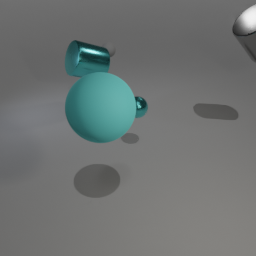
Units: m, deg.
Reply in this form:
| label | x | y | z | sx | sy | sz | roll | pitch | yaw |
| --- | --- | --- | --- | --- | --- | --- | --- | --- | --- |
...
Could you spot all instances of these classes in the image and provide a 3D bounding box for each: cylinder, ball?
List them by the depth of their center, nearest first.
| label | x | y | z | sx | sy | sz | roll | pitch | yaw |
| --- | --- | --- | --- | --- | --- | --- | --- | --- | --- |
| ball | -0.540 | -0.399 | 5.582 | 1.400 | 1.400 | 1.400 | 0 | 30 | 0 |
| ball | 0.292 | -0.663 | 8.957 | 0.700 | 0.700 | 0.700 | 0 | 30 | 0 |
| cylinder | 4.366 | -3.062 | 9.091 | 1.400 | 1.400 | 1.400 | 36 | 12 | -32 |
| cylinder | -1.662 | -2.720 | 11.422 | 1.400 | 1.400 | 1.400 | 4 | 23 | -36 |
| ball | -0.931 | -3.701 | 13.284 | 0.700 | 0.700 | 0.700 | 0 | 30 | 0 |
